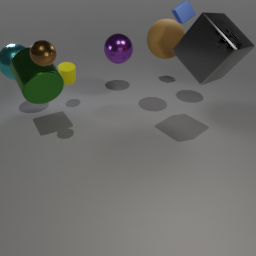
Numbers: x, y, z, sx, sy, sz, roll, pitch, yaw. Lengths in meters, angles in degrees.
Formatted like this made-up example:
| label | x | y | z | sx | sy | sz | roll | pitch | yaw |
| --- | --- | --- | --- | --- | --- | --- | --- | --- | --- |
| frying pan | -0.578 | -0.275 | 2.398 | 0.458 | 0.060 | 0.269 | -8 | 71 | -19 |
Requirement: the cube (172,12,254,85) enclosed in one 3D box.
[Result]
| label | x | y | z | sx | sy | sz | roll | pitch | yaw |
| --- | --- | --- | --- | --- | --- | --- | --- | --- | --- |
| cube | 2.452 | -2.303 | 8.114 | 1.400 | 1.400 | 1.400 | -23 | 71 | -45 |

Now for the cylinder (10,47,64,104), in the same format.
| label | x | y | z | sx | sy | sz | roll | pitch | yaw |
| --- | --- | --- | --- | --- | --- | --- | --- | --- | --- |
| cylinder | -3.097 | -1.781 | 9.552 | 1.400 | 1.400 | 1.400 | -18 | 57 | -28 |

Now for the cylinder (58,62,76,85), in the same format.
| label | x | y | z | sx | sy | sz | roll | pitch | yaw |
| --- | --- | --- | --- | --- | --- | --- | --- | --- | --- |
| cylinder | -2.585 | -2.321 | 11.915 | 0.700 | 0.700 | 0.700 | 4 | 46 | -4 |

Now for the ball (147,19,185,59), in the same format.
| label | x | y | z | sx | sy | sz | roll | pitch | yaw |
| --- | --- | --- | --- | --- | --- | --- | --- | --- | --- |
| ball | 1.389 | -3.248 | 10.249 | 1.400 | 1.400 | 1.400 | 0 | 31 | 0 |

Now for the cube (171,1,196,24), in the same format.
| label | x | y | z | sx | sy | sz | roll | pitch | yaw |
| --- | --- | --- | --- | --- | --- | --- | --- | --- | --- |
| cube | 2.495 | -5.218 | 12.633 | 0.700 | 0.700 | 0.700 | -34 | 22 | 7 |

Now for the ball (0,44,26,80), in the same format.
| label | x | y | z | sx | sy | sz | roll | pitch | yaw |
| --- | --- | --- | --- | --- | --- | --- | --- | --- | --- |
| ball | -4.374 | -2.574 | 11.015 | 1.400 | 1.400 | 1.400 | 0 | 31 | 0 |

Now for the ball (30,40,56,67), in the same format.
| label | x | y | z | sx | sy | sz | roll | pitch | yaw |
| --- | --- | --- | --- | --- | --- | --- | --- | --- | --- |
| ball | -2.315 | -2.031 | 7.645 | 0.700 | 0.700 | 0.700 | 0 | 31 | 0 |

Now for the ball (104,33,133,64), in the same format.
| label | x | y | z | sx | sy | sz | roll | pitch | yaw |
| --- | --- | --- | --- | --- | --- | --- | --- | --- | --- |
| ball | -0.456 | -3.791 | 13.410 | 1.400 | 1.400 | 1.400 | 0 | 31 | 0 |
